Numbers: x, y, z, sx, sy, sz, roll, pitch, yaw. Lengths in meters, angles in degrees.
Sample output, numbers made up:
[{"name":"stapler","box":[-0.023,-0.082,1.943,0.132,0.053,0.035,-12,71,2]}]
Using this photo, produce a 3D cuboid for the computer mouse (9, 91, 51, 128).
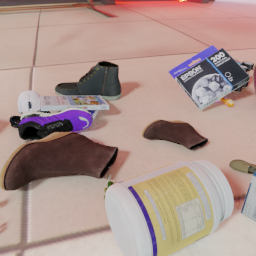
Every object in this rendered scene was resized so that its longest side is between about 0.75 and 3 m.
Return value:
[{"name":"computer mouse","box":[-3.915,-0.927,11.098,1.459,0.584,2.661,-12,34,-16]}]

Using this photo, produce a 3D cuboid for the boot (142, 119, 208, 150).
[{"name":"boot","box":[1.526,0.253,9.183,1.787,0.646,1.486,-14,33,-26]}]

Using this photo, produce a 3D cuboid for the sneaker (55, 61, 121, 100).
[{"name":"sneaker","box":[-1.750,-2.107,12.039,2.926,1.554,1.094,1,33,2]}]

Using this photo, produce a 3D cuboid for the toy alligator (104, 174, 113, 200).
[{"name":"toy alligator","box":[-0.437,1.617,7.433,0.321,0.233,0.969,-28,29,17]}]

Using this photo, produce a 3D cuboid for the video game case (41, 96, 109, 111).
[{"name":"video game case","box":[-2.085,-0.977,10.775,2.427,0.219,1.738,-2,18,-17]}]

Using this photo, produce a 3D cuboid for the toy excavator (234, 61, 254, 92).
[{"name":"toy excavator","box":[4.315,-2.543,13.003,2.238,1.118,2.176,27,37,33]}]

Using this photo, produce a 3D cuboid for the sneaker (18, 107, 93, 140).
[{"name":"sneaker","box":[-2.456,0.036,9.435,2.534,0.881,1.261,-5,37,1]}]

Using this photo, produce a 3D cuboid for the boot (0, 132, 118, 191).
[{"name":"boot","box":[-1.793,0.975,7.724,2.299,1.000,2.764,13,33,21]}]

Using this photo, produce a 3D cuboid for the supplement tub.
[{"name":"supplement tub","box":[0.860,1.683,5.974,2.325,1.691,1.691,-15,35,-23]}]

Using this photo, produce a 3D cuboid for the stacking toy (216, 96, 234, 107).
[{"name":"stacking toy","box":[3.690,-1.457,11.814,1.054,0.997,1.817,-22,51,-35]}]

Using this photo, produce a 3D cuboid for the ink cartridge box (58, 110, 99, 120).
[{"name":"ink cartridge box","box":[-1.944,-0.533,10.712,1.396,0.306,1.409,6,30,7]}]

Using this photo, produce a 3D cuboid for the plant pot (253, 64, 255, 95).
[{"name":"plant pot","box":[6.419,-1.830,10.757,2.616,2.922,2.922,-11,31,13]}]

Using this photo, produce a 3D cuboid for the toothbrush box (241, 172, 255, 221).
[{"name":"toothbrush box","box":[3.614,1.354,6.863,0.752,1.291,1.764,28,42,36]}]

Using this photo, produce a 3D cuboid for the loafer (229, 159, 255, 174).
[{"name":"loafer","box":[3.384,1.131,8.052,0.888,0.338,0.299,9,10,14]}]

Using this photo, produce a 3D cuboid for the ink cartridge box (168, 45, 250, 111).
[{"name":"ink cartridge box","box":[3.219,-2.218,11.422,2.354,0.516,2.376,-32,63,-2]}]
